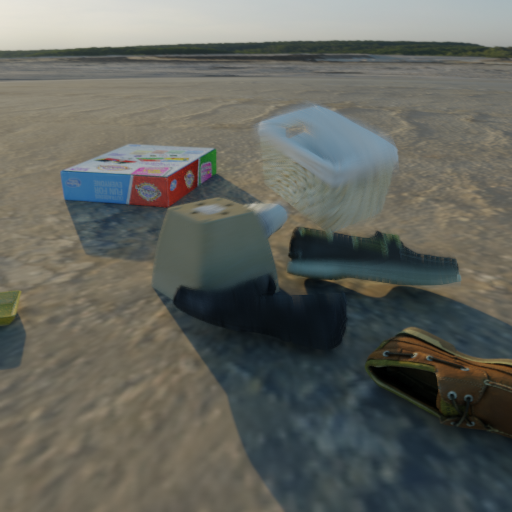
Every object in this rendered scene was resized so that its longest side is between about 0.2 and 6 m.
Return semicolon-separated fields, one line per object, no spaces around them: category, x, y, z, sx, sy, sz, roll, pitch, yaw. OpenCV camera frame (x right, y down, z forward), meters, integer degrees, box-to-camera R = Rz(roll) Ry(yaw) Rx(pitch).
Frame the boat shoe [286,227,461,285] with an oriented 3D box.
boat shoe;1.539;-0.004;7.407;2.260;0.680;0.806;4;-9;11

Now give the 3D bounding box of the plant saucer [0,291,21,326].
plant saucer;-3.225;0.674;6.724;0.732;0.177;0.732;-7;22;-14

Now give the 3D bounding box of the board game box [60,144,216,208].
board game box;-2.476;-1.884;12.570;2.376;0.626;3.106;6;22;14

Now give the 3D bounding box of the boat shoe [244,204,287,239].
boat shoe;-0.093;-0.478;8.238;0.613;0.623;1.756;-29;7;-23

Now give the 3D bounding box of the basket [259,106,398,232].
basket;1.066;-1.389;8.854;1.312;1.194;1.936;-22;43;-26

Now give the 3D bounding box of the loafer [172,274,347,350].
loafer;0.036;0.521;6.175;1.949;0.684;0.662;10;-3;14

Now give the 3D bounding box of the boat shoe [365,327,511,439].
boat shoe;1.794;1.217;4.805;0.653;0.691;1.922;-21;20;-32

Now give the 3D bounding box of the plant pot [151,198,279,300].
plant pot;-0.551;-0.087;7.354;1.278;1.132;1.277;-16;26;-36
